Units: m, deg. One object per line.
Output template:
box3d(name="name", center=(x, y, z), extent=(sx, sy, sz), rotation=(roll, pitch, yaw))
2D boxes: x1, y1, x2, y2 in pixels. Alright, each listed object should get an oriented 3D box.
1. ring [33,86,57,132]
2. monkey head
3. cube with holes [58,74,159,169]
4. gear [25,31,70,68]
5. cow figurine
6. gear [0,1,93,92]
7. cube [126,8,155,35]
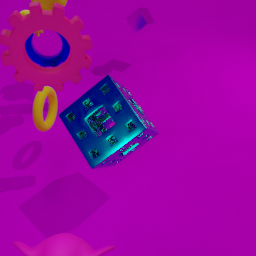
box3d(name="ring", center=(-2.080, -0.481, 7.088), extent=(0.230, 1.151, 1.151), rotation=(8, 43, 6))
box3d(name="monkey head", center=(-0.922, 1.870, 3.773), extent=(1.462, 1.051, 0.881), rotation=(3, 65, 0))
box3d(name="cube with holes", center=(-0.317, -0.065, 5.406), extent=(1.190, 1.190, 1.190), rotation=(-37, 76, 10))
box3d(name="gear", center=(-2.359, -2.494, 8.195), extent=(1.641, 1.641, 0.304), rotation=(-7, 32, -8))
box3d(name="cow figurine", center=(-2.023, -2.910, 6.807), extent=(1.215, 1.195, 0.667), rotation=(-10, -1, 6))
box3d(name="gear", center=(-1.426, -1.390, 4.996), extent=(1.548, 1.548, 0.286), rotation=(-9, 38, -10))
box3d(name="cube", center=(0.479, -4.057, 10.634), extent=(0.704, 0.704, 0.704), rotation=(-27, 6, 35))
